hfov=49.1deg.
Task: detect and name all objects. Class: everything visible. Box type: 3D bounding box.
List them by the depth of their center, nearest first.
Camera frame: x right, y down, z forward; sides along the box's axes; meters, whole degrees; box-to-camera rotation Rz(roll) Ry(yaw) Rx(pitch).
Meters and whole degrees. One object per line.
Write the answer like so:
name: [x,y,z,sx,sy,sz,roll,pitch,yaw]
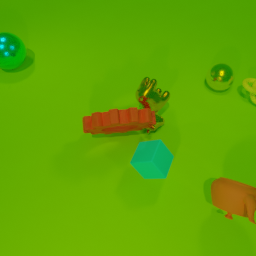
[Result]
teapot: [2.376,1.616,6.224,1.091,1.755,0.859,18,87,-8]
cube: [0.629,0.820,7.235,0.717,0.717,0.717,-10,41,42]
gear: [-0.248,-0.159,7.765,1.990,1.990,0.368,-6,82,-4]
cow figurine: [0.645,-0.634,8.435,1.404,1.427,0.783,-57,38,-3]
knot shape: [4.312,-1.237,9.142,1.057,0.488,0.989,-10,84,6]
ball: [3.162,-1.751,9.589,0.944,0.944,0.944,0,53,0]
ball: [-4.373,-2.780,10.133,1.322,1.322,1.322,0,53,0]
